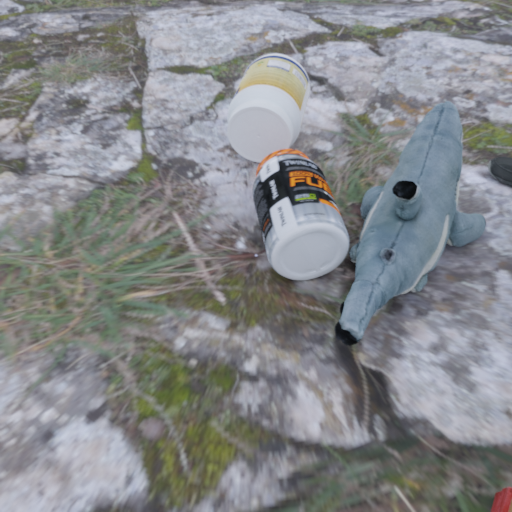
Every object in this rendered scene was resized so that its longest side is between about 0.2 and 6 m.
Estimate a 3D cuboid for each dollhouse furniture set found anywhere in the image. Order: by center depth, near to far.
[{"bbox_3d":[2.625,3.210,5.556,0.833,0.629,1.548,22,66,20],"label":"dollhouse furniture set"}]

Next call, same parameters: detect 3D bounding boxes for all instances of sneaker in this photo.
[{"bbox_3d":[5.331,-1.674,10.254,2.004,0.794,0.756,7,47,9],"label":"sneaker"}]

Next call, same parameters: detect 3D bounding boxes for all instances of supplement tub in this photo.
[{"bbox_3d":[0.635,-0.728,8.945,1.259,1.259,2.055,-7,46,-7],"label":"supplement tub"},{"bbox_3d":[0.245,-2.898,11.008,1.442,1.442,1.997,8,45,8],"label":"supplement tub"}]

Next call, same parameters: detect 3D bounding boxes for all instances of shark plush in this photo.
[{"bbox_3d":[1.950,-0.540,8.312,2.044,1.874,4.499,31,52,27],"label":"shark plush"}]
